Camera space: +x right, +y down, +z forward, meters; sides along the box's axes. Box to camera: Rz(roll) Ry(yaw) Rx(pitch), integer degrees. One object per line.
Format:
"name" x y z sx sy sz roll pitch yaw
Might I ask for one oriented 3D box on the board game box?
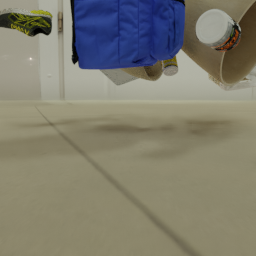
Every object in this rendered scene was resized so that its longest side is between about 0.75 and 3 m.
"board game box" -0.458 -2.602 11.552 1.881 0.243 1.881 39 -30 -30

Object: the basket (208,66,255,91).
"basket" 3.779 -2.811 9.757 1.781 2.628 1.621 -11 21 -6

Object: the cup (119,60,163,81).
"cup" 0.218 -2.580 9.033 1.494 2.088 2.088 7 9 29

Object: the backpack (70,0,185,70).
"backpack" 0.041 -2.916 6.457 2.474 2.948 2.396 -3 10 9

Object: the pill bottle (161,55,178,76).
"pill bottle" 1.121 -1.841 7.663 0.421 0.757 0.421 -5 -24 -2

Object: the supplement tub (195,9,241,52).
"supplement tub" 1.779 -1.840 5.406 0.639 0.639 1.043 5 7 37

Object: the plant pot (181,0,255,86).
"plant pot" 2.306 -2.882 7.903 2.509 2.509 2.679 -7 36 -46

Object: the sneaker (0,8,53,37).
"sneaker" -2.437 -2.441 6.580 1.341 0.567 0.499 -8 -6 -11
